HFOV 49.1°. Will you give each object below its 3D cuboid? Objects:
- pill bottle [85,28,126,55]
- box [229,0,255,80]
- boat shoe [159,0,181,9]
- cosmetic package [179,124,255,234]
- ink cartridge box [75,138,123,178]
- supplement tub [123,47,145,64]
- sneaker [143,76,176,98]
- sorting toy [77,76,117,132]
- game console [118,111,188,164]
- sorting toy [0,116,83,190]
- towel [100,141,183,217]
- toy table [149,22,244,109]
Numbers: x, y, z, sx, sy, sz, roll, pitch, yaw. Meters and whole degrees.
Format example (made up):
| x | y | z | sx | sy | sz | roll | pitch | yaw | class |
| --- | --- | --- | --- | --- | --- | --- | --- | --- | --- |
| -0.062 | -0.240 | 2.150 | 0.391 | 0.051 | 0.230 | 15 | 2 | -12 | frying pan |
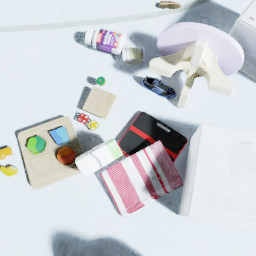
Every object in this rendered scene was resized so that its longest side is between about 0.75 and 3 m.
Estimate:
| x | y | z | sx | sy | sz | roll | pitch | yaw | class |
| --- | --- | --- | --- | --- | --- | --- | --- | --- | --- |
| -0.857 | -3.307 | 10.614 | 1.426 | 0.795 | 0.795 | 15 | 70 | 6 | pill bottle |
| 5.145 | -3.287 | 9.854 | 2.542 | 2.177 | 2.529 | 37 | 74 | 13 | box |
| 1.742 | -5.116 | 11.540 | 0.901 | 0.324 | 0.304 | 3 | 72 | 4 | boat shoe |
| 3.120 | 1.587 | 8.322 | 2.643 | 1.630 | 2.651 | 12 | 70 | 4 | cosmetic package |
| -0.911 | 0.888 | 8.618 | 1.340 | 0.975 | 0.563 | -30 | 95 | -8 | ink cartridge box |
| 0.213 | -2.715 | 10.499 | 0.816 | 0.592 | 0.592 | -3 | 70 | 0 | supplement tub |
| 1.145 | -1.478 | 10.079 | 1.299 | 0.506 | 0.455 | 21 | 70 | 8 | sneaker |
| -1.002 | -0.807 | 9.883 | 0.930 | 0.326 | 1.928 | 23 | 81 | 8 | sorting toy |
| 0.807 | 0.541 | 9.473 | 1.922 | 0.298 | 1.700 | 33 | 70 | 11 | game console |
| -2.921 | 0.912 | 9.205 | 2.726 | 0.365 | 2.031 | -21 | 73 | -8 | sorting toy |
| 0.423 | 1.590 | 8.827 | 2.224 | 0.253 | 1.602 | -28 | 79 | -2 | towel |
| 2.213 | -2.142 | 9.387 | 2.991 | 2.749 | 1.752 | 13 | 53 | 20 | toy table |
